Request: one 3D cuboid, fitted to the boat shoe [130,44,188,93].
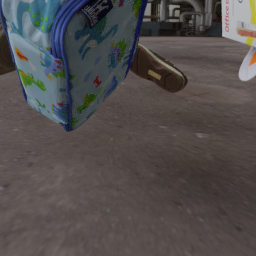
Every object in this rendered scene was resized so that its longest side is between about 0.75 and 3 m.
[{"bbox_3d":[0.809,-1.876,8.633,2.362,0.872,0.874,42,36,18],"label":"boat shoe"}]

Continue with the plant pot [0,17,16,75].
[{"bbox_3d":[-2.744,-1.923,6.228,0.885,1.918,1.918,36,37,24],"label":"plant pot"}]

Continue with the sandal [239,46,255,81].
[{"bbox_3d":[4.138,-2.228,8.431,0.910,0.681,2.376,-14,42,59],"label":"sandal"}]

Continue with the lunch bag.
[{"bbox_3d":[-0.621,-1.410,4.389,1.172,2.842,2.285,33,61,8],"label":"lunch bag"}]

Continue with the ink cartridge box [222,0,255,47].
[{"bbox_3d":[3.717,-3.140,7.131,1.158,2.015,2.776,-24,37,-13],"label":"ink cartridge box"}]
